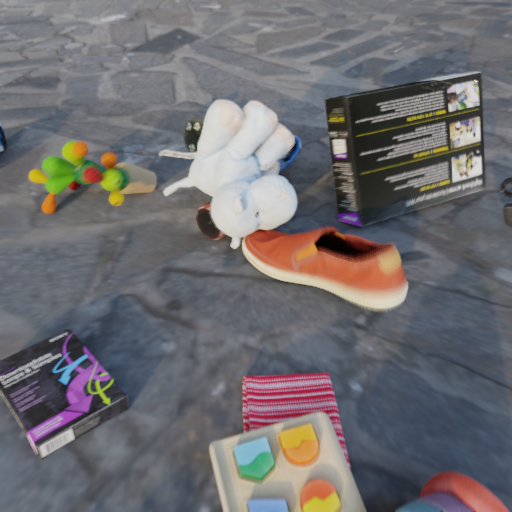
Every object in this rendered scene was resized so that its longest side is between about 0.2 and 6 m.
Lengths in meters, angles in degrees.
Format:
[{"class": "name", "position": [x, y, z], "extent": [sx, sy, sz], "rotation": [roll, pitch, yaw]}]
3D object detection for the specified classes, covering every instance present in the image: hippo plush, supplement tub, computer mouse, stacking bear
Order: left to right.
[{"class": "supplement tub", "position": [-0.467, -0.877, 10.772], "extent": [0.716, 0.716, 1.339], "rotation": [26, 43, 32]}, {"class": "hippo plush", "position": [-0.317, -1.410, 9.788], "extent": [2.499, 1.991, 2.010], "rotation": [-11, 49, -11]}, {"class": "stacking bear", "position": [1.374, 2.979, 5.018], "extent": [2.009, 1.142, 1.220], "rotation": [-27, 43, -26]}, {"class": "computer mouse", "position": [4.525, -0.863, 9.808], "extent": [0.478, 1.632, 0.278], "rotation": [18, 75, 37]}]

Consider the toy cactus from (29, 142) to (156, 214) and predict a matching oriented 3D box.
[{"class": "toy cactus", "position": [-3.103, -1.508, 11.272], "extent": [2.317, 1.436, 2.808], "rotation": [3, 0, -41]}]

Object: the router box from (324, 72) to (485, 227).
[{"class": "router box", "position": [3.024, -2.146, 11.025], "extent": [3.242, 2.418, 0.828], "rotation": [-16, 18, -22]}]

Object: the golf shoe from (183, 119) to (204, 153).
[{"class": "golf shoe", "position": [-0.899, -2.691, 13.512], "extent": [2.116, 0.817, 0.932], "rotation": [31, 25, 32]}]

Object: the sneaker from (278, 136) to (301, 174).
[{"class": "sneaker", "position": [0.265, -1.988, 12.007], "extent": [1.888, 0.698, 0.776], "rotation": [-46, 10, -27]}]

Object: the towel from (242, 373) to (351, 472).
[{"class": "towel", "position": [0.454, 2.112, 6.961], "extent": [1.227, 0.191, 1.697], "rotation": [-1, 35, -3]}]

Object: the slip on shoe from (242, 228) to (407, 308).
[{"class": "slip on shoe", "position": [1.038, -0.057, 9.238], "extent": [3.125, 0.956, 1.158], "rotation": [18, 35, 40]}]

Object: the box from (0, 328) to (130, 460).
[{"class": "box", "position": [-2.639, 1.734, 7.399], "extent": [1.215, 0.307, 1.700], "rotation": [-26, 42, -33]}]

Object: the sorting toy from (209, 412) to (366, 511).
[{"class": "sorting toy", "position": [0.338, 2.461, 6.101], "extent": [1.478, 0.270, 1.368], "rotation": [-11, 49, -12]}]

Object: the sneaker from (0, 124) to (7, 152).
[{"class": "sneaker", "position": [-6.526, -2.628, 13.339], "extent": [0.834, 0.722, 1.926], "rotation": [-9, 35, -4]}]
